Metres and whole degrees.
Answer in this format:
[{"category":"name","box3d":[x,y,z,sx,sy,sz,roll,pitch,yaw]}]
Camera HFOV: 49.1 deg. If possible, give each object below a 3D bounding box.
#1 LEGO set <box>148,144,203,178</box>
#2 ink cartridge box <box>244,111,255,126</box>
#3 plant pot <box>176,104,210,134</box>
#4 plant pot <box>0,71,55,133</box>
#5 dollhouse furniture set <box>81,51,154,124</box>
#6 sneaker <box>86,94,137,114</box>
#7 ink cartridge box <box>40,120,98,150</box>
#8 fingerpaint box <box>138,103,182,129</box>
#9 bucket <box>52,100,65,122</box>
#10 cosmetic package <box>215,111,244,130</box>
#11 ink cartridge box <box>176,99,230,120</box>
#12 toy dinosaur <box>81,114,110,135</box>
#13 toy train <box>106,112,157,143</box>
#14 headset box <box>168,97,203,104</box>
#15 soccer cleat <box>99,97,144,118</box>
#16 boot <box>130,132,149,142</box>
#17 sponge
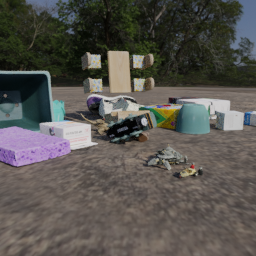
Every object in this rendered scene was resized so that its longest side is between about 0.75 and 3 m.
[{"category":"LEGO set","box3d":[1.097,0.699,6.617,1.041,0.454,1.603,-9,14,-40]},{"category":"ink cartridge box","box3d":[5.807,-0.368,11.892,0.964,0.557,1.321,-6,13,-30]},{"category":"plant pot","box3d":[2.504,-0.392,10.777,1.292,1.037,1.292,0,11,0]},{"category":"plant pot","box3d":[-4.383,-0.906,10.692,2.255,2.248,2.297,-8,7,-37]},{"category":"dollhouse furniture set","box3d":[-0.202,-1.587,11.066,2.731,2.973,1.935,-4,2,-22]},{"category":"sneaker","box3d":[-0.804,-1.066,15.223,2.833,1.073,1.240,0,33,-15]},{"category":"ink cartridge box","box3d":[-1.892,0.179,8.912,1.796,0.609,1.034,10,15,44]},{"category":"fingerpaint box","box3d":[1.839,-0.598,12.435,1.847,0.812,2.213,9,14,40]},{"category":"bucket","box3d":[-3.529,-0.679,12.356,1.550,1.008,1.550,1,11,0]},{"category":"cosmetic package","box3d":[4.061,-0.308,11.236,0.830,0.694,0.690,-2,11,-11]},{"category":"ink cartridge box","box3d":[3.706,-0.959,14.004,2.175,0.917,1.588,-6,12,-28]},{"category":"toy dinosaur","box3d":[-0.986,-0.074,10.589,1.905,0.555,0.963,15,2,-3]},{"category":"toy train","box3d":[0.080,-0.029,8.820,0.984,0.735,1.726,-16,-3,-45]},{"category":"headset box","box3d":[3.492,-1.454,16.966,1.540,0.777,2.072,-4,11,-19]},{"category":"soccer cleat","box3d":[0.001,-0.963,13.607,2.808,1.089,0.973,-2,11,-11]},{"category":"boot","box3d":[0.500,0.261,9.367,0.837,0.294,0.612,10,13,41]},{"category":"sponge","box3d":[-3.198,0.441,7.980,2.963,0.442,1.653,8,13,39]}]
